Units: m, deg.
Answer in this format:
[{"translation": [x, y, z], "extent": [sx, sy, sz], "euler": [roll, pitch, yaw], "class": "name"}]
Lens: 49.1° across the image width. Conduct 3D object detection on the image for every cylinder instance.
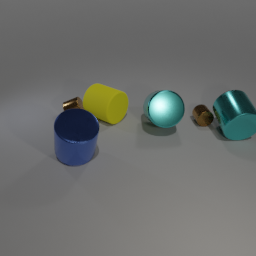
[{"translation": [-2.340, -0.911, 12.079], "extent": [0.700, 0.700, 0.700], "euler": [-20, 29, 13], "class": "cylinder"}, {"translation": [4.111, -0.489, 10.636], "extent": [1.400, 1.400, 1.400], "euler": [-3, 45, -5], "class": "cylinder"}, {"translation": [-0.934, -1.035, 11.800], "extent": [1.400, 1.400, 1.400], "euler": [23, 38, 32], "class": "cylinder"}, {"translation": [1.365, -0.772, 10.970], "extent": [1.400, 1.400, 1.400], "euler": [-2, 7, -4], "class": "cylinder"}, {"translation": [-1.705, 0.313, 9.197], "extent": [1.400, 1.400, 1.400], "euler": [7, 52, -9], "class": "cylinder"}, {"translation": [3.111, -0.524, 11.642], "extent": [0.700, 0.700, 0.700], "euler": [-4, 31, -6], "class": "cylinder"}]
